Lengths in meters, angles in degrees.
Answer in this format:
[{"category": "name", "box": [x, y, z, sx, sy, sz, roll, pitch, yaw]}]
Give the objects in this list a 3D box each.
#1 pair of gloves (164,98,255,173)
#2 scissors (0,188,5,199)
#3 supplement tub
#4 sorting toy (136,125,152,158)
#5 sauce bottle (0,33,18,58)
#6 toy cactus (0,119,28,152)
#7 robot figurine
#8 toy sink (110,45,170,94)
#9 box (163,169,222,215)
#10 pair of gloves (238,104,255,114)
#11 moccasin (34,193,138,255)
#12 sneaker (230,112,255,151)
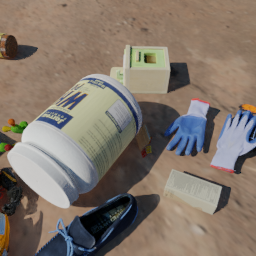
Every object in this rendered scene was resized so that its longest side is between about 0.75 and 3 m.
[{"category": "pair of gloves", "box": [2.302, 0.122, 7.589, 2.482, 0.283, 1.995, 18, 64, 30]}, {"category": "scissors", "box": [-3.536, 1.447, 7.002, 1.201, 0.084, 0.439, 11, 69, 21]}, {"category": "supplement tub", "box": [-1.162, 0.247, 6.725, 2.047, 2.047, 2.823, 26, 53, 20]}, {"category": "sorting toy", "box": [0.473, 0.300, 7.738, 0.183, 0.522, 1.083, 7, 49, -29]}, {"category": "sauce bottle", "box": [-5.587, -3.199, 10.446, 2.801, 0.924, 0.924, 11, 50, 9]}, {"category": "toy cactus", "box": [-2.491, 0.294, 7.593, 1.838, 0.940, 1.517, -25, 63, -31]}, {"category": "robot figurine", "box": [-3.379, 1.988, 5.929, 2.102, 0.844, 2.899, -5, 54, -12]}, {"category": "toy sink", "box": [0.345, -1.954, 9.249, 1.935, 1.084, 1.261, 1, 50, 1]}, {"category": "box", "box": [1.530, 1.515, 6.690, 1.234, 0.480, 0.586, 20, 52, 16]}, {"category": "pair of gloves", "box": [3.741, -0.409, 8.586, 0.746, 0.103, 0.837, 17, 52, 14]}, {"category": "moccasin", "box": [-0.962, 2.154, 5.867, 2.643, 0.901, 1.064, -36, 58, -26]}, {"category": "sneaker", "box": [3.541, 0.401, 7.557, 0.799, 0.719, 2.051, -28, 50, -15]}]
